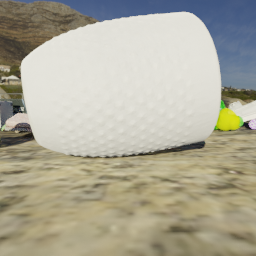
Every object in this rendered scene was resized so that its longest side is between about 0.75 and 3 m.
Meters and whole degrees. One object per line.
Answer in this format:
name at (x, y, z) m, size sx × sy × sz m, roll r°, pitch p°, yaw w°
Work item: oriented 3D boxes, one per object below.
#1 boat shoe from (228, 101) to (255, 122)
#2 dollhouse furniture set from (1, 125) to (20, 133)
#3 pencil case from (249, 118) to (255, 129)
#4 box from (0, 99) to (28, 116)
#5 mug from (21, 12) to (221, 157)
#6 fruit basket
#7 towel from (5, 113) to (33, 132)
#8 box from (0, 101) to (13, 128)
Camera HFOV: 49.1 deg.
boat shoe at (3.960, -0.586, 9.872) m, size 2.226 × 0.763 × 0.801 m, roll -18°, pitch -3°, yaw 22°
dollhouse furniture set at (-2.806, -0.417, 9.296) m, size 2.483 × 0.958 × 1.241 m, roll -4°, pitch 6°, yaw -42°
pencil case at (4.445, -0.136, 9.821) m, size 0.362 × 0.356 × 0.848 m, roll 27°, pitch 17°, yaw 22°
box at (-4.613, -0.715, 12.108) m, size 2.535 × 1.092 × 2.076 m, roll 0°, pitch 5°, yaw -4°
mug at (-0.306, -0.681, 4.681) m, size 2.481 × 2.090 × 2.830 m, roll -10°, pitch 20°, yaw -11°
fruit basket at (2.911, -0.391, 9.055) m, size 1.597 × 1.152 × 1.597 m, roll -12°, pitch -9°, yaw -2°
towel at (-2.313, -0.085, 7.765) m, size 1.754 × 0.296 × 1.836 m, roll 7°, pitch 8°, yaw -12°
box at (-4.709, -0.496, 10.206) m, size 0.635 × 0.972 × 0.967 m, roll -2°, pitch 4°, yaw 6°
